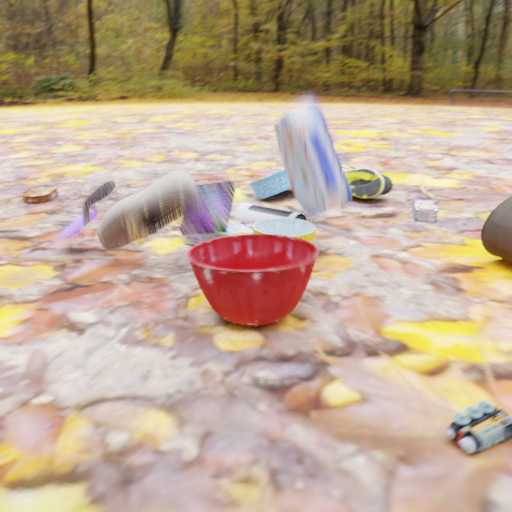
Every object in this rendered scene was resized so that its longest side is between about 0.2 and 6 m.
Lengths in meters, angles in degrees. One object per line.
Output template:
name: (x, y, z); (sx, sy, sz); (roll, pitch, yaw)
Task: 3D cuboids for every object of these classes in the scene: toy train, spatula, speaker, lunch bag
toy train: (2.412, 1.848, 6.007); (0.786, 0.335, 0.448); (-12, 32, -30)
spatula: (-3.246, -0.895, 10.855); (0.796, 0.289, 2.816); (-50, 12, -31)
speaker: (0.299, -0.764, 12.780); (1.657, 0.673, 0.673); (14, 24, 36)
lunch bag: (1.154, -1.866, 11.267); (0.818, 2.166, 1.736); (-25, 7, -11)

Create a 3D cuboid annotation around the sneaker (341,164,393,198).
sneaker: (2.720, -2.160, 16.518); (1.202, 1.058, 2.842); (3, 15, -45)

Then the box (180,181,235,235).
box: (-0.954, -0.961, 11.144); (0.910, 0.230, 1.273); (-4, 47, 14)

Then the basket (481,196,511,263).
basket: (5.607, -0.236, 10.334); (1.863, 1.405, 2.066); (-15, 26, -12)

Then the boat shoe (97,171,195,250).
boat shoe: (-2.112, -0.748, 10.658); (2.262, 0.813, 0.673); (-31, 43, 12)

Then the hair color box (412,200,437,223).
hair color box: (4.321, -1.162, 14.383); (0.545, 0.330, 1.089); (4, 20, 10)

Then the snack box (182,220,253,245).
snack box: (-0.694, -0.476, 12.328); (1.558, 0.413, 1.108); (10, 22, 26)

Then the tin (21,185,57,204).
tin: (-6.246, -1.780, 16.220); (0.794, 0.297, 1.418); (-5, 20, 0)

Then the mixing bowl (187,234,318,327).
mixing bowl: (-0.032, 0.415, 8.756); (2.010, 1.089, 2.010); (-2, 17, 1)

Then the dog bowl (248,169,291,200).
dog bowl: (0.761, -2.216, 16.380); (1.261, 0.561, 2.263); (-14, 11, 41)

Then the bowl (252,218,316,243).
bowl: (0.560, -0.276, 11.358); (1.285, 0.691, 1.285); (1, 19, 0)
